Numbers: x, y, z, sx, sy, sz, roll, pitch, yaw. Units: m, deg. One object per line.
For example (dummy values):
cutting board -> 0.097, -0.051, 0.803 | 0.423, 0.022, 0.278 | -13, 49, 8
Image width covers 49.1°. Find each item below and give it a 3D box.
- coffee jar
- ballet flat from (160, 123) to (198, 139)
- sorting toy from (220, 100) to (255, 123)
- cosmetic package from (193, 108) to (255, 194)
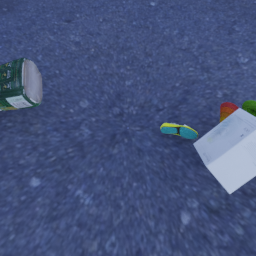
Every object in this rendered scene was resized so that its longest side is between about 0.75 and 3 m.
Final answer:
coffee jar -> -4.019, -1.104, 8.400 | 2.710, 1.156, 1.413 | -10, 70, 11
ballet flat -> 1.530, 0.035, 8.297 | 1.128, 0.377, 0.378 | 10, 35, 20
sorting toy -> 3.312, -0.333, 7.865 | 1.898, 0.658, 0.653 | 1, 47, 54
cosmetic package -> 2.590, 0.482, 6.784 | 1.563, 1.558, 0.961 | -41, 100, 12
